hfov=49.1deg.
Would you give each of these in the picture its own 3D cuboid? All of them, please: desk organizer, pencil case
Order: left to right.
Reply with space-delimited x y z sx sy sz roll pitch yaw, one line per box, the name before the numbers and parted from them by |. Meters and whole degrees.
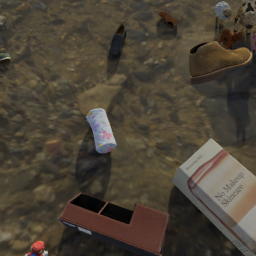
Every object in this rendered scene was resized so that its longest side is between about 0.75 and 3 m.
pencil case | -0.863 0.076 8.938 0.657 0.602 1.449 -12 62 -18
desk organizer | -0.338 2.470 7.440 2.685 0.963 1.034 17 60 9

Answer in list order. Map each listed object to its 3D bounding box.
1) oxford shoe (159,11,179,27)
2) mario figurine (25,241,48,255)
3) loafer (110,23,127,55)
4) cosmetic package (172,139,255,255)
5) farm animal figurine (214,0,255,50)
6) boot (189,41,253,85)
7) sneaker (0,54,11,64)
oxford shoe | 1.628 -4.554 11.657 0.966 0.344 0.344 38 72 17
mario figurine | -2.419 3.372 7.366 0.477 0.409 0.772 29 72 -25
loafer | -0.398 -3.480 10.947 0.527 0.524 1.448 9 62 4
cosmetic package | 2.750 1.858 7.598 1.467 1.239 2.839 -39 68 -19
farm animal figurine | 4.858 -4.175 10.873 2.524 1.316 2.496 -3 61 -2
boot | 2.001 -1.543 5.936 1.959 0.721 0.739 -26 106 -35
sneaker | -4.878 -2.650 10.652 0.815 0.273 0.366 -10 58 -9
